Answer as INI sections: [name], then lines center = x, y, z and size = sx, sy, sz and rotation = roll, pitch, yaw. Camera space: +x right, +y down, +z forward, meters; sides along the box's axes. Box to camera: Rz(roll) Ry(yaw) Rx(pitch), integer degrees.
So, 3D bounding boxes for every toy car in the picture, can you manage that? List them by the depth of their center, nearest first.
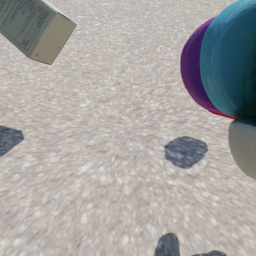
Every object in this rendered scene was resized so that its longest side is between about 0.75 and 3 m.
[toy car]
center = 1.856, -0.747, 3.831
size = 2.230, 2.603, 2.974
rotation = 22, 8, 23

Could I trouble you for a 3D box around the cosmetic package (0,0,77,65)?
[cosmetic package]
center = -2.795, -2.998, 7.325
size = 2.649, 1.371, 0.968
rotation = 42, 14, 14
